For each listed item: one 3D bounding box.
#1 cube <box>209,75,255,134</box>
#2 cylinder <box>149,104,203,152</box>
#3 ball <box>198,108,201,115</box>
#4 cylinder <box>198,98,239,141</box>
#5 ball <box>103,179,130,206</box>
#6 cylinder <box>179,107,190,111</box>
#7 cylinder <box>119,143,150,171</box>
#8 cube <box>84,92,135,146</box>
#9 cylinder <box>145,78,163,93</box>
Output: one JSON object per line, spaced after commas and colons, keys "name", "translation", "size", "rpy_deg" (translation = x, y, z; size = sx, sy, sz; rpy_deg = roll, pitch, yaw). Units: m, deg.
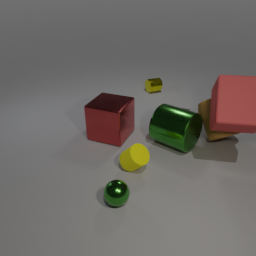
{"name": "cube", "translation": [3.260, -0.663, 8.311], "size": [1.400, 1.400, 1.400], "rpy_deg": [5, -8, 9]}
{"name": "cylinder", "translation": [1.684, -0.023, 9.868], "size": [1.400, 1.400, 1.400], "rpy_deg": [21, 36, 34]}
{"name": "ball", "translation": [3.304, -0.785, 11.789], "size": [0.700, 0.700, 0.700], "rpy_deg": [0, 29, 0]}
{"name": "cylinder", "translation": [3.369, -0.390, 9.987], "size": [1.400, 1.400, 1.400], "rpy_deg": [-15, -6, -1]}
{"name": "ball", "translation": [-0.303, 1.728, 7.468], "size": [0.700, 0.700, 0.700], "rpy_deg": [0, 29, 0]}
{"name": "cylinder", "translation": [2.111, -0.479, 11.402], "size": [0.700, 0.700, 0.700], "rpy_deg": [14, 32, 24]}
{"name": "cylinder", "translation": [0.196, 0.915, 8.657], "size": [0.700, 0.700, 0.700], "rpy_deg": [15, 59, -27]}
{"name": "cube", "translation": [-0.644, -0.360, 10.455], "size": [1.400, 1.400, 1.400], "rpy_deg": [11, 31, 20]}
{"name": "cylinder", "translation": [1.330, -2.219, 14.503], "size": [0.700, 0.700, 0.700], "rpy_deg": [-11, 31, -20]}
